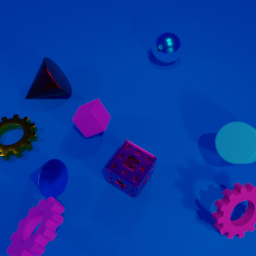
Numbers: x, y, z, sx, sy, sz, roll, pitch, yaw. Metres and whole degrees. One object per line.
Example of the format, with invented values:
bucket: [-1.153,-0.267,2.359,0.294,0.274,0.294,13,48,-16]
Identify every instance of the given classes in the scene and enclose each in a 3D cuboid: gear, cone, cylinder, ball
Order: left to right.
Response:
gear: [-3.474,0.255,8.354,1.485,0.275,1.485,0,53,0]
gear: [-2.053,2.253,6.238,1.472,0.272,1.472,-35,26,20]
cone: [-2.309,1.301,7.427,1.009,1.006,1.006,-2,47,33]
cone: [-2.873,-1.348,9.320,1.438,1.432,1.432,-31,55,10]
ball: [1.439,-2.941,10.260,1.116,1.116,1.116,0,53,0]
gear: [2.551,1.901,6.426,1.298,1.298,0.240,-19,21,-14]
cylinder: [2.994,0.421,7.465,1.069,1.069,1.069,-5,81,33]

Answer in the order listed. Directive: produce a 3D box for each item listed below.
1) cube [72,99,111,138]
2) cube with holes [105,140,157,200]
cube: [-1.039,-0.284,8.090,0.709,0.709,0.709,-20,30,25]
cube with holes: [0.076,1.083,7.233,0.927,0.927,0.927,29,62,16]
